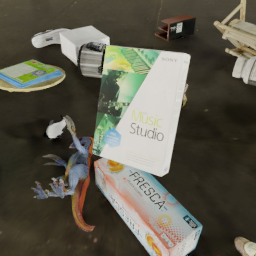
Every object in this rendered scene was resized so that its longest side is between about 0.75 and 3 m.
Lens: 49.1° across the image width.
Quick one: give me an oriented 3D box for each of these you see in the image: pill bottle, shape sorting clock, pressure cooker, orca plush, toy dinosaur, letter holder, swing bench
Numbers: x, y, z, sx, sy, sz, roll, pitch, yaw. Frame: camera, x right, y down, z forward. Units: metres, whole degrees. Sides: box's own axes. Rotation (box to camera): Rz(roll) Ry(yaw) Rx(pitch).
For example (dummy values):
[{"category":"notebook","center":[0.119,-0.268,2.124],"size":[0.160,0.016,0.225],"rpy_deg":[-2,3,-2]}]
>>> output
[{"category":"pill bottle","center":[4.793,-1.990,10.065],"size":[1.818,1.006,1.006],"rpy_deg":[22,44,26]},{"category":"shape sorting clock","center":[-3.628,-1.883,10.318],"size":[2.583,0.507,2.583],"rpy_deg":[-1,34,1]},{"category":"pressure cooker","center":[-1.031,-2.510,10.526],"size":[1.437,1.264,1.284],"rpy_deg":[9,-5,11]},{"category":"orca plush","center":[-2.151,0.004,8.109],"size":[0.382,0.566,1.075],"rpy_deg":[-18,34,29]},{"category":"toy dinosaur","center":[-1.278,1.001,6.800],"size":[2.384,1.252,2.163],"rpy_deg":[57,33,-1]},{"category":"letter holder","center":[2.326,-5.114,14.063],"size":[1.718,0.864,1.221],"rpy_deg":[-23,42,-25]},{"category":"swing bench","center":[5.143,-3.416,11.015],"size":[1.662,2.562,2.548],"rpy_deg":[-44,47,1]}]

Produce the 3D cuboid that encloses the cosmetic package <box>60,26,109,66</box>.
[{"category":"cosmetic package","center":[-1.844,-3.546,12.012],"size":[1.572,0.969,1.577],"rpy_deg":[-22,44,-25]}]

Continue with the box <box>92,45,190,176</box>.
[{"category":"box","center":[0.160,-0.347,4.957],"size":[1.492,2.067,0.376],"rpy_deg":[14,11,28]}]

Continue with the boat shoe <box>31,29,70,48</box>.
[{"category":"boat shoe","center":[-3.574,-4.321,13.261],"size":[1.976,0.709,0.670],"rpy_deg":[-20,44,-13]}]

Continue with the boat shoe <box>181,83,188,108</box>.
[{"category":"boat shoe","center":[1.485,-0.822,8.883],"size":[0.603,0.728,2.026],"rpy_deg":[26,48,20]}]

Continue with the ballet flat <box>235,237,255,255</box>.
[{"category":"ballet flat","center":[2.425,2.402,5.132],"size":[0.379,0.374,1.112],"rpy_deg":[-18,42,-20]}]

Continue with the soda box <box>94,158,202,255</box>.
[{"category":"soda box","center":[0.281,1.545,5.841],"size":[0.871,0.810,2.548],"rpy_deg":[-22,45,-27]}]
